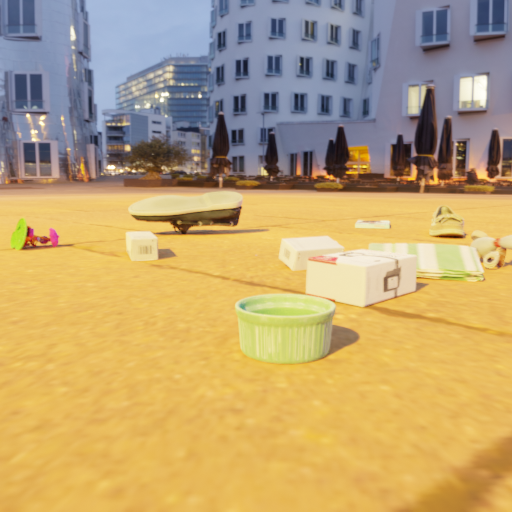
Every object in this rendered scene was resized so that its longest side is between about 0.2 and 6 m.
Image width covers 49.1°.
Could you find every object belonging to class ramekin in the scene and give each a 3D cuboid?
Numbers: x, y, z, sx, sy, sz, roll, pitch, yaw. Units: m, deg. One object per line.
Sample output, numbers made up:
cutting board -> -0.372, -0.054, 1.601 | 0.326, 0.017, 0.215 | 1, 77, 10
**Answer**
ramekin -> 0.280, 0.696, 5.417 | 0.966, 0.472, 0.966 | 0, 8, 0

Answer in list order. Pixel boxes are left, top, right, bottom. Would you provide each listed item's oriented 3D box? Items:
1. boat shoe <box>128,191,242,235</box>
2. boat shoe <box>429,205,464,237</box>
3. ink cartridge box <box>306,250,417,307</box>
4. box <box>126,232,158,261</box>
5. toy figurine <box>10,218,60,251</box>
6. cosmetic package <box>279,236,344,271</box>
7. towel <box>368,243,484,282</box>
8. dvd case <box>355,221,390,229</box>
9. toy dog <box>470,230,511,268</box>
boat shoe -> -1.933, -1.109, 15.714 | 3.139, 1.041, 1.173 | -8, 31, -11
boat shoe -> 5.361, -0.977, 15.774 | 0.903, 0.779, 2.477 | 2, 9, 16
ink cartridge box -> 1.514, 0.273, 7.951 | 0.990, 0.568, 1.363 | 8, 12, 44
box -> -2.395, -0.217, 11.684 | 0.559, 0.465, 1.361 | -2, 8, -15
toy figurine -> -5.074, -0.392, 12.997 | 0.918, 0.748, 0.997 | 11, -25, -40
cosmetic package -> 1.017, -0.056, 10.315 | 1.049, 0.425, 0.592 | -2, 25, -26
towel -> 2.865, 0.084, 9.682 | 1.852, 0.217, 1.413 | 1, 21, 14
dvd case -> 3.814, -1.024, 18.273 | 1.082, 0.163, 1.483 | 2, 9, 14
toy dog -> 4.498, -0.094, 10.509 | 0.605, 0.828, 1.256 | 35, 6, -17
